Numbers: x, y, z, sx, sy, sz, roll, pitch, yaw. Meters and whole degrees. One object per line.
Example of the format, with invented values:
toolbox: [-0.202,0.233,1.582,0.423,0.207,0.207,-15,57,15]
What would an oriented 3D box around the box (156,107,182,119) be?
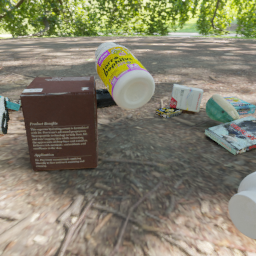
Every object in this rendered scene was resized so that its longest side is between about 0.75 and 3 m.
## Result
box: [1.829,-0.711,12.557,0.926,0.228,0.739,-14,26,-30]

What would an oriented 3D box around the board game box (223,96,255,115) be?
board game box: [4.966,-1.074,13.207,1.203,0.374,1.593,-7,24,-15]

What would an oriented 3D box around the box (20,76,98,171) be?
box: [-1.931,-0.206,8.632,1.982,2.389,1.961,-1,23,-5]

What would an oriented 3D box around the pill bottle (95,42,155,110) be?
pill bottle: [-0.198,-1.469,7.345,1.080,1.080,2.072,-10,43,-22]

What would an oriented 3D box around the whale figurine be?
whale figurine: [3.787,-0.526,11.075,1.764,0.915,1.403,40,15,-19]

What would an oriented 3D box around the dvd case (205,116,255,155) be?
dvd case: [4.156,0.208,10.047,2.216,0.244,1.617,-15,32,-18]

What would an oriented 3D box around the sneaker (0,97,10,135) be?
sneaker: [-5.421,-0.520,11.133,1.186,1.026,2.626,-9,25,-14]

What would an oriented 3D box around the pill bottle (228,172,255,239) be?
pill bottle: [3.373,1.460,5.967,2.552,1.414,1.414,-13,26,-27]

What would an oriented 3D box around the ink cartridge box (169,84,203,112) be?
ink cartridge box: [2.668,-1.385,12.862,1.350,0.981,0.976,12,16,6]

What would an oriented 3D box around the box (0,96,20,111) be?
box: [-5.690,-1.203,12.872,1.345,0.330,0.553,17,14,-30]

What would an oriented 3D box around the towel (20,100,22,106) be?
towel: [-3.656,-1.554,14.180,2.855,0.493,2.749,8,25,19]

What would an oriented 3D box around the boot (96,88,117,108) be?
boot: [-0.768,-1.838,14.476,2.826,0.928,2.329,-14,25,-20]
